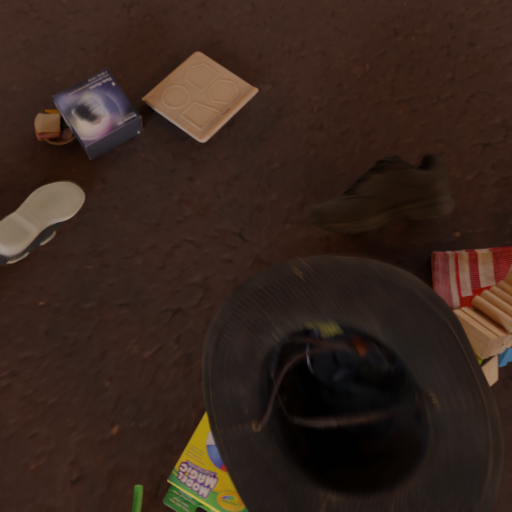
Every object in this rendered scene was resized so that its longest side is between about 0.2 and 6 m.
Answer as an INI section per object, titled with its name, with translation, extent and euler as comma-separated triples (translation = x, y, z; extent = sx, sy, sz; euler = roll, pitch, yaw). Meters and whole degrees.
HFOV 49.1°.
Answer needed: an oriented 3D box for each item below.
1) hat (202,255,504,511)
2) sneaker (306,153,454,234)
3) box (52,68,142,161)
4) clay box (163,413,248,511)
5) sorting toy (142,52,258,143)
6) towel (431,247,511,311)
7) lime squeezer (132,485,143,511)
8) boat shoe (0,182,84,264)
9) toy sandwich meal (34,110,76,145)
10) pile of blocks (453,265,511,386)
[hat]
translation = 1.260, 1.969, 7.800
extent = 4.178, 1.685, 4.178
euler = 2, 97, 19
[sneaker]
translation = 2.089, -1.106, 9.648
extent = 2.647, 1.005, 1.201
euler = -13, 107, -13
[box]
translation = -2.960, -2.670, 10.566
extent = 1.190, 0.733, 1.180
euler = -34, 86, -14
[clay box]
translation = -0.362, 2.927, 8.311
extent = 1.241, 0.514, 2.160
euler = 26, 68, 11
[sorting toy]
translation = -1.114, -3.160, 11.175
extent = 1.787, 0.326, 1.654
euler = 36, 71, 19
[towel]
translation = 3.773, 0.391, 9.428
extent = 1.532, 0.174, 1.104
euler = -4, 65, 14
[lime squeezer]
translation = -2.068, 4.396, 7.602
extent = 0.848, 0.453, 2.402
euler = 42, 60, -11
[boat shoe]
translation = -3.804, -0.601, 9.703
extent = 0.761, 0.607, 2.013
euler = 44, 45, 0
[toy sandwich meal]
translation = -3.850, -2.547, 10.870
extent = 0.902, 0.309, 0.902
euler = 0, 66, 0
[pile of blocks]
translation = 3.486, 1.218, 8.826
extent = 3.307, 1.358, 1.028
euler = -33, 44, -13
